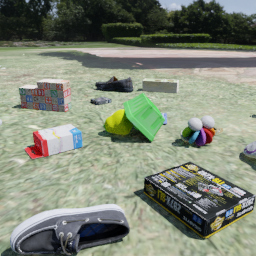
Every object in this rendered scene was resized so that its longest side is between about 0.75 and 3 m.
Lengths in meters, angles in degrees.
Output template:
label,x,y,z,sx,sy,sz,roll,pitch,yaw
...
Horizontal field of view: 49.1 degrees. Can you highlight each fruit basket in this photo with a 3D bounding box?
label,x,y,z,sx,sy,sz,roll,pitch,yaw
fruit basket,0.173,-0.237,10.042,2.036,1.469,2.036,-40,19,17

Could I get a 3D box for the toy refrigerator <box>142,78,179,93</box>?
label,x,y,z,sx,sy,sz,roll,pitch,yaw
toy refrigerator,1.935,-2.553,16.626,2.065,0.722,0.784,6,21,15

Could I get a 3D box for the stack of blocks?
label,x,y,z,sx,sy,sz,roll,pitch,yaw
stack of blocks,-3.854,-1.555,13.030,2.327,1.340,0.681,5,21,15

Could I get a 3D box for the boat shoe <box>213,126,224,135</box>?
label,x,y,z,sx,sy,sz,roll,pitch,yaw
boat shoe,3.048,0.077,10.108,0.966,0.304,0.352,-7,21,-18

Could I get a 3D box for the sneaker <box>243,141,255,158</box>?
label,x,y,z,sx,sy,sz,roll,pitch,yaw
sneaker,3.935,0.802,7.934,0.587,0.781,1.569,-45,15,-12

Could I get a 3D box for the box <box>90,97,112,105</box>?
label,x,y,z,sx,sy,sz,roll,pitch,yaw
box,-1.369,-1.377,14.210,0.870,0.189,0.697,-16,25,-36

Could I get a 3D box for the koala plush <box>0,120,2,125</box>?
label,x,y,z,sx,sy,sz,roll,pitch,yaw
koala plush,-5.579,-0.277,9.927,1.568,1.625,1.768,-2,-2,13

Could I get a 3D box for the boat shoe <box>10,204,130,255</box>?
label,x,y,z,sx,sy,sz,roll,pitch,yaw
boat shoe,-0.919,1.858,4.848,2.054,0.718,0.680,-1,17,-25

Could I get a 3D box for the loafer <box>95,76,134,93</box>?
label,x,y,z,sx,sy,sz,roll,pitch,yaw
loafer,-0.836,-2.692,16.761,2.448,0.885,0.891,6,22,17

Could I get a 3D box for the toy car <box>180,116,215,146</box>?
label,x,y,z,sx,sy,sz,roll,pitch,yaw
toy car,2.349,0.190,9.199,1.145,1.002,0.859,-9,58,-24

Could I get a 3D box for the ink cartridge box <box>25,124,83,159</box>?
label,x,y,z,sx,sy,sz,roll,pitch,yaw
ink cartridge box,-2.379,0.399,8.877,1.623,0.546,0.943,-14,24,-31

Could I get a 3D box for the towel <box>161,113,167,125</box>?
label,x,y,z,sx,sy,sz,roll,pitch,yaw
towel,0.791,-0.432,11.651,1.662,0.198,1.203,3,21,7

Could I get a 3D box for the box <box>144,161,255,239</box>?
label,x,y,z,sx,sy,sz,roll,pitch,yaw
box,1.496,1.446,6.174,1.524,0.471,1.909,-11,23,-33
